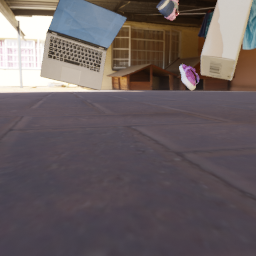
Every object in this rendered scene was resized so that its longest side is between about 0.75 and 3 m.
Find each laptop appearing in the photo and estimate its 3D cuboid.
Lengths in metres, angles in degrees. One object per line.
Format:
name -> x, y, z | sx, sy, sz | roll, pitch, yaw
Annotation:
laptop -> -1.812, -3.296, 11.400 | 2.770, 2.959, 1.715 | 9, -2, -31

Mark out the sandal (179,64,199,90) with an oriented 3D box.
sandal -> 2.213, -1.827, 9.749 | 0.461, 0.763, 1.875 | -40, 19, 26

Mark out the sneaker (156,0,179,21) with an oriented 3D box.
sneaker -> 1.498, -4.231, 9.718 | 0.610, 0.713, 1.738 | -28, 23, 41

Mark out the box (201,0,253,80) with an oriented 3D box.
box -> 3.127, -2.990, 8.847 | 1.016, 2.613, 1.241 | 14, -17, 19
